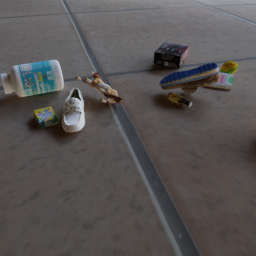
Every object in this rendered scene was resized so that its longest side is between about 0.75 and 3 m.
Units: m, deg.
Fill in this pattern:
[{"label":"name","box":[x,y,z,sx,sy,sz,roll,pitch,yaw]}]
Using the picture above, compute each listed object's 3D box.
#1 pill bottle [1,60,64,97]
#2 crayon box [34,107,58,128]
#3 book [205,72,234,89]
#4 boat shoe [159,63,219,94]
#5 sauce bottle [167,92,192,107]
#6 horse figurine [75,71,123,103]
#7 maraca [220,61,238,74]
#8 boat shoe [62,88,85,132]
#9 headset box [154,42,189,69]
[{"label":"pill bottle","box":[-3.362,-1.724,9.890,1.981,1.098,1.098,-14,38,-17]},{"label":"crayon box","box":[-2.581,-0.381,8.732,0.559,0.229,0.889,-17,38,-23]},{"label":"book","box":[3.438,-1.824,10.708,1.072,0.258,0.716,11,52,16]},{"label":"boat shoe","box":[2.176,-1.612,9.910,2.095,0.758,0.757,-12,33,16]},{"label":"sauce bottle","box":[1.762,-0.969,9.518,0.891,0.294,0.294,27,43,33]},{"label":"horse figurine","box":[-0.857,-1.312,9.464,1.957,0.488,1.297,40,17,22]},{"label":"maraca","box":[4.058,-2.372,11.313,0.681,0.531,0.994,4,40,42]},{"label":"boat shoe","box":[-1.714,-0.613,8.661,0.697,0.682,1.968,-5,35,-6]},{"label":"headset box","box":[1.969,-3.287,12.505,1.192,0.602,1.604,15,38,20]}]
